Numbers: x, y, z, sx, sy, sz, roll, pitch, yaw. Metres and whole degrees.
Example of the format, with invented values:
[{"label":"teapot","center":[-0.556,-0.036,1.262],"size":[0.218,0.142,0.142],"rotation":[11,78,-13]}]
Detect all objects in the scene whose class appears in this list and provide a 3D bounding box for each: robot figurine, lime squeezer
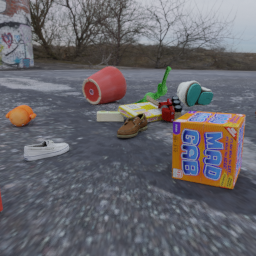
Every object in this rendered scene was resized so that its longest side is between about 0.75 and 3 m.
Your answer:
[{"label":"robot figurine","center":[-3.439,-0.395,9.022],"size":[0.757,0.614,1.052],"rotation":[39,9,-11]},{"label":"lime squeezer","center":[0.880,-1.267,10.519],"size":[2.663,0.502,0.940],"rotation":[-37,-17,36]}]

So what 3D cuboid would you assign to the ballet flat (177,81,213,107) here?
[{"label":"ballet flat","center":[2.155,-1.179,9.584],"size":[0.880,0.880,2.535],"rotation":[9,6,32]}]

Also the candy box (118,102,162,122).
[{"label":"candy box","center":[0.722,-0.576,9.806],"size":[2.015,0.266,1.030],"rotation":[-11,37,-44]}]

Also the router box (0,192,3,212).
[{"label":"router box","center":[-3.673,0.944,3.461],"size":[2.979,0.728,2.673],"rotation":[8,16,29]}]

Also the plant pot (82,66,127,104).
[{"label":"plant pot","center":[-1.191,-1.903,13.157],"size":[1.724,1.724,1.526],"rotation":[12,29,38]}]

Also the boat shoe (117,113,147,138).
[{"label":"boat shoe","center":[0.105,-0.098,8.015],"size":[0.537,0.507,1.492],"rotation":[6,16,23]}]

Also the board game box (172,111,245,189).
[{"label":"board game box","center":[1.498,0.331,5.176],"size":[1.073,1.072,1.073],"rotation":[6,16,27]}]

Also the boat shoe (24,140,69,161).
[{"label":"boat shoe","center":[-1.803,0.435,6.254],"size":[1.055,0.347,0.380],"rotation":[-11,18,-37]}]

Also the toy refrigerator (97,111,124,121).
[{"label":"toy refrigerator","center":[-0.599,-0.418,9.656],"size":[0.915,0.320,0.347],"rotation":[0,15,2]}]

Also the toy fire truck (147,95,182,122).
[{"label":"toy fire truck","center":[1.219,-0.704,9.530],"size":[1.141,0.734,1.004],"rotation":[-3,34,2]}]
